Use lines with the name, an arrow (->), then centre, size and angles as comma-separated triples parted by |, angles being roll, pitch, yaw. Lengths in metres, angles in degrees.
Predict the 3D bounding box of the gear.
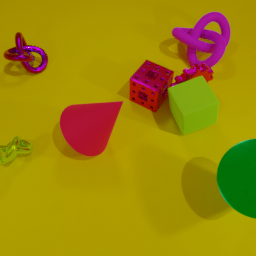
gear -> 1.799, -1.298, 7.859 | 1.210, 1.210, 0.224 | -18, 62, -12

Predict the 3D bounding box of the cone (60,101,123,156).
cone -> -0.597, -0.267, 6.589 | 1.440, 1.446, 1.440 | 28, 45, -33

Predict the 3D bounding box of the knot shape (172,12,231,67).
knot shape -> 2.406, -2.674, 8.860 | 1.929, 0.891, 1.805 | -7, 68, 3

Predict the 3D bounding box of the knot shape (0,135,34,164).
knot shape -> -2.814, 0.524, 6.766 | 1.061, 0.993, 0.490 | -25, 91, -28

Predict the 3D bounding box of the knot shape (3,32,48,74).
knot shape -> -3.069, -2.237, 8.649 | 1.242, 0.613, 1.327 | 33, 37, -30

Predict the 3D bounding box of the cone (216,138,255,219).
cone -> 2.830, 1.233, 5.952 | 1.575, 1.581, 1.575 | -12, 62, 23

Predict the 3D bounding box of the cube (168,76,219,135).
cube -> 1.695, -0.577, 7.339 | 0.971, 0.971, 0.971 | -20, 56, 0

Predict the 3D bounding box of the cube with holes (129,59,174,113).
cube with holes -> 0.660, -1.194, 7.994 | 0.902, 0.902, 0.902 | 28, 60, 18
